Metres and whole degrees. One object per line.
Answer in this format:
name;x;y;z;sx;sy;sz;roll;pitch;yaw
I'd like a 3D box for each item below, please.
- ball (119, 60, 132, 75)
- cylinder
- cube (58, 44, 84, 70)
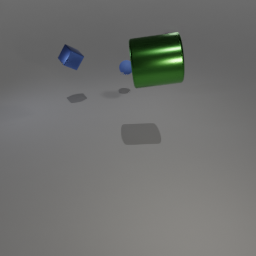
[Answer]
ball;-0.079;-2.940;13.623;0.700;0.700;0.700;0;32;0
cylinder;0.798;-1.905;7.969;1.400;1.400;1.400;-7;31;4
cube;-2.433;-3.011;11.937;0.700;0.700;0.700;14;27;-46
